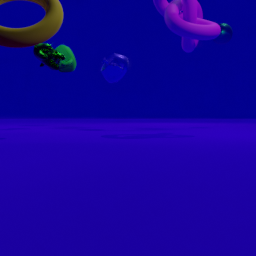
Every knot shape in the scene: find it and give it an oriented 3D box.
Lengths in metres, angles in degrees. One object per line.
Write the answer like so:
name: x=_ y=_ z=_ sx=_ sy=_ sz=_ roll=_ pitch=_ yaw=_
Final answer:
knot shape: x=1.282 y=-2.350 z=6.051 sx=0.830 sy=1.796 sz=1.681 roll=-33 pitch=-21 yaw=18

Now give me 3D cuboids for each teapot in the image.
teapot: x=-0.446 y=-1.789 z=8.132 sx=0.704 sy=0.894 sz=1.437 roll=33 pitch=3 yaw=-22
teapot: x=-2.965 y=-3.040 z=12.545 sx=0.973 sy=1.236 sz=1.987 roll=-29 pitch=32 yaw=-19

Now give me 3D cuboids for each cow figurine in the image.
cow figurine: x=-2.566 y=-2.269 z=8.853 sx=1.249 sy=0.697 sz=1.270 roll=26 pitch=-4 yaw=34

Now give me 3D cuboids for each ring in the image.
ring: x=-1.928 y=-2.018 z=4.929 sx=1.543 sy=1.543 sz=0.309 roll=0 pitch=-30 yaw=-9

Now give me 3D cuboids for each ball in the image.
ball: x=3.406 y=-3.404 z=10.138 sx=0.726 sy=0.726 sz=0.726 roll=0 pitch=2 yaw=0
